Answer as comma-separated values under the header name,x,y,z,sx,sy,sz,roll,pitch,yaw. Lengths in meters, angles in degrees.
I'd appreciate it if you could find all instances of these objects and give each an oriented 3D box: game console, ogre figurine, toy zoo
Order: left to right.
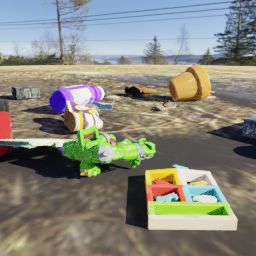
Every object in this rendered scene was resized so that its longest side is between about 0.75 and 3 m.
name,x,y,z,sx,sy,sz,roll,pitch,yaw
game console,-4.230,0.310,6.586,2.801,1.662,2.414,-5,-17,-22
ogre figurine,-0.529,0.404,5.337,1.828,0.897,1.096,26,18,38
toy zoo,0.859,1.005,4.435,1.153,0.180,1.758,0,15,1

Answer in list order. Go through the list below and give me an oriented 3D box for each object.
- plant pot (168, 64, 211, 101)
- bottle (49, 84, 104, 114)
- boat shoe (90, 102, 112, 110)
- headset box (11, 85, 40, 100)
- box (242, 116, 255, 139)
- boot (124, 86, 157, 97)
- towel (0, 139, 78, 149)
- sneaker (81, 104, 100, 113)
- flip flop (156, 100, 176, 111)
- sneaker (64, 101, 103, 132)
name,x,y,z,sx,sy,sz,roll,pitch,yaw
plant pot,2.710,-1.930,12.853,1.477,1.613,1.613,-19,19,-9
bottle,-1.875,-1.207,10.960,1.043,0.815,2.497,-34,-6,32
boat shoe,-1.071,-0.869,11.076,0.894,0.323,0.324,8,10,-9
headset box,-5.007,-1.762,13.782,1.180,0.547,1.027,-11,18,-34
box,4.360,-0.029,7.522,2.070,0.528,1.632,-11,18,-36
boot,0.824,-1.852,14.594,1.567,0.537,1.475,-1,6,-30
towel,-1.868,0.326,5.991,1.093,0.168,1.433,2,0,31
sneaker,-1.294,-0.619,9.777,0.613,0.458,1.366,-8,14,-11
flip flop,1.532,-0.918,11.133,0.465,0.330,1.147,14,21,42
sneaker,-1.387,-0.321,8.462,0.897,0.746,1.992,3,19,-22
